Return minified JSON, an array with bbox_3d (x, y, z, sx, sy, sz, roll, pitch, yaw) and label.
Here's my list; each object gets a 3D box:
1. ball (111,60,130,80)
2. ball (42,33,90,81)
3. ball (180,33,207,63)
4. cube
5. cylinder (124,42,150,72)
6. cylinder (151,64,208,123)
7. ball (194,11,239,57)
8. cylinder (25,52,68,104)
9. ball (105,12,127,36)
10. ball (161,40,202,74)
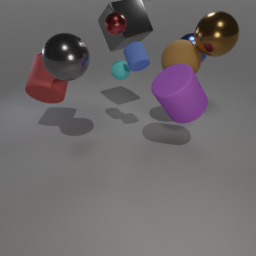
[{"bbox_3d":[-0.270,-2.088,10.112,0.700,0.700,0.700,0,29,0],"label":"ball"},{"bbox_3d":[-1.849,-2.113,8.396,1.400,1.400,1.400,0,29,0],"label":"ball"},{"bbox_3d":[2.788,-3.411,12.216,1.400,1.400,1.400,0,29,0],"label":"ball"},{"bbox_3d":[-0.125,-4.031,10.976,1.400,1.400,1.400,-24,4,-25],"label":"cube"},{"bbox_3d":[0.286,-2.336,9.204,0.700,0.700,0.700,-13,72,-21],"label":"cylinder"},{"bbox_3d":[1.680,-1.096,9.047,1.400,1.400,1.400,-22,43,23],"label":"cylinder"},{"bbox_3d":[2.862,-3.033,9.090,1.400,1.400,1.400,0,29,0],"label":"ball"},{"bbox_3d":[-2.927,-1.828,10.373,1.400,1.400,1.400,4,68,7],"label":"cylinder"},{"bbox_3d":[-0.391,-3.296,8.874,0.700,0.700,0.700,0,29,0],"label":"ball"},{"bbox_3d":[1.875,-2.394,9.898,1.400,1.400,1.400,0,29,0],"label":"ball"}]
